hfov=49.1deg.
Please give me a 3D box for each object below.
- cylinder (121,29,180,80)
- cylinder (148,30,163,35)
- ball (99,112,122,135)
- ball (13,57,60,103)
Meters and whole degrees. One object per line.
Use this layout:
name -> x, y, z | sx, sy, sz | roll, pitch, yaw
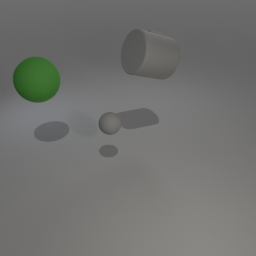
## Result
cylinder -> 0.709, -2.344, 9.067 | 1.400, 1.400, 1.400 | 1, 26, -36
cylinder -> 1.349, -4.672, 14.555 | 0.700, 0.700, 0.700 | 10, 28, -17
ball -> -0.548, -0.138, 8.536 | 0.700, 0.700, 0.700 | 0, 31, 0
ball -> -2.810, -1.487, 8.665 | 1.400, 1.400, 1.400 | 0, 31, 0
